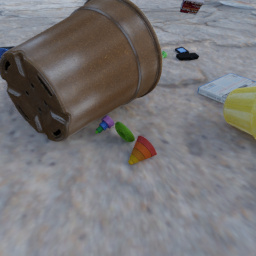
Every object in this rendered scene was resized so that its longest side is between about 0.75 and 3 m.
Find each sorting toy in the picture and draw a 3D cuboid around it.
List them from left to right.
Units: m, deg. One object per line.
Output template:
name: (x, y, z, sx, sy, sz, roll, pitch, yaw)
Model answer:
sorting toy: (-0.160, 0.303, 6.347, 0.596, 0.600, 1.729, -44, 51, -17)

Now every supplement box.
supplement box: (1.533, -2.996, 6.721, 0.435, 0.243, 0.799, 10, 4, 1)

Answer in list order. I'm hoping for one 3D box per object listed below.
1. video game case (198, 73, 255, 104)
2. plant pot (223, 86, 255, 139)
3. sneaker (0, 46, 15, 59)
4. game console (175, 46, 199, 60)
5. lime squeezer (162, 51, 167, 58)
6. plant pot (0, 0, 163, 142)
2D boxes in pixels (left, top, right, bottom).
video game case: (3.667, -0.963, 8.382, 1.820, 0.226, 2.543, -25, 41, -33)
plant pot: (3.101, -0.406, 6.604, 1.449, 1.449, 1.363, -21, 23, -29)
sneaker: (-3.733, -2.511, 10.185, 2.742, 0.962, 1.068, 2, 25, -2)
game console: (2.313, -3.116, 11.672, 0.826, 0.169, 1.400, -8, 34, -12)
lime squeezer: (1.407, -3.002, 11.538, 0.406, 0.217, 1.149, -26, 31, 17)
plant pot: (-1.197, -1.361, 6.862, 2.956, 2.956, 2.927, 25, 49, 32)
